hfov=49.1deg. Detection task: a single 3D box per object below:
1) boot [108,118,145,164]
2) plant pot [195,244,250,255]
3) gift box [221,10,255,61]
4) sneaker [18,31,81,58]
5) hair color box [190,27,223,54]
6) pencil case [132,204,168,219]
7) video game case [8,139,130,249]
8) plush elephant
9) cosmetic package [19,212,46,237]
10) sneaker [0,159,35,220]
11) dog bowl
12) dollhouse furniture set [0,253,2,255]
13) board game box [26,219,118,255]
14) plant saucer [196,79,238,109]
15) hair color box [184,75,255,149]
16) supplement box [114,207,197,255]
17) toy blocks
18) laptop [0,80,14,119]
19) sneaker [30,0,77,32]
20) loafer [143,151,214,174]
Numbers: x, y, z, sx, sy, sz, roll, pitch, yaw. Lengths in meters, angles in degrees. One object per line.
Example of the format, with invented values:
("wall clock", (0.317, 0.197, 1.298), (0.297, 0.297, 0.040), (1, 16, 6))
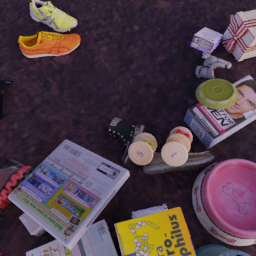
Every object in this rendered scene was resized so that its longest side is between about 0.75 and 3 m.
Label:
("boot", (-0.195, 0.401, 9.753), (1.209, 0.578, 1.601), (20, 60, 12))
("plant pot", (2.573, 3.961, 7.292), (1.835, 1.797, 1.835), (0, 64, 0))
("gift box", (4.788, -3.798, 11.348), (1.572, 1.553, 1.683), (-18, 63, -16))
("sneaker", (-3.186, -3.495, 11.472), (2.497, 0.963, 0.911), (-13, 62, -8))
("hair color box", (3.218, -3.571, 11.396), (0.872, 0.517, 1.596), (29, 37, 14))
("pencil case", (0.686, 2.692, 8.632), (1.143, 0.518, 0.475), (-12, 65, -5))
("video game case", (-1.741, 1.685, 8.109), (2.758, 0.304, 2.511), (22, 57, 34))
("plush elephant", (3.230, -2.313, 10.961), (1.216, 0.941, 1.001), (14, 15, -28))
("cosmetic package", (-2.367, 2.450, 8.565), (1.623, 0.867, 0.732), (-40, 69, -16))
("sneaker", (-4.183, 2.038, 8.729), (1.284, 0.929, 2.628), (33, 66, 15))
("dog bowl", (3.401, 2.155, 8.630), (2.719, 1.002, 2.719), (0, 64, 1))
("dollhouse furniture set", (-4.114, 3.946, 6.853), (1.072, 2.637, 1.419), (-19, 67, -4))
("board game box", (-1.441, 3.913, 7.897), (2.360, 0.758, 1.741), (-19, 64, -11))
("plant saucer", (3.121, -1.268, 9.815), (1.453, 0.226, 1.453), (-4, 51, 5))
("hair color box", (3.619, -0.608, 10.075), (2.850, 0.864, 1.411), (-29, 67, -14))
("supplement box", (0.619, 3.164, 7.101), (1.551, 2.833, 1.542), (-13, 65, -7))
("toy blocks", (1.154, 0.442, 9.213), (1.825, 2.190, 0.795), (0, 107, 18))
("laptop", (-5.283, -1.130, 10.777), (1.387, 0.809, 1.566), (3, 89, 2))
("sneaker", (-3.327, -4.920, 12.210), (2.335, 0.892, 0.881), (21, 64, 9))
("loafer", (1.645, 0.968, 9.279), (2.361, 0.888, 0.822), (-6, 68, -3))
